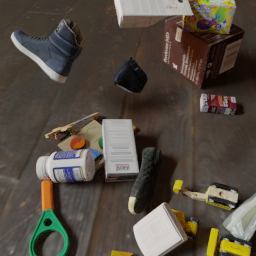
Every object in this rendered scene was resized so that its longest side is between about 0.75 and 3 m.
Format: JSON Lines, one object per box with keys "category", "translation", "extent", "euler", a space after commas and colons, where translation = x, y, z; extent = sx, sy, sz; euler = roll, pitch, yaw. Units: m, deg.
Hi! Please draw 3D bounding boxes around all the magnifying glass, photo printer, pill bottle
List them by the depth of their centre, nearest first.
{"category": "photo printer", "translation": [0.818, 2.923, 7.760], "extent": [0.475, 1.367, 1.137], "euler": [18, 34, -51]}
{"category": "magnifying glass", "translation": [-2.414, 2.793, 8.500], "extent": [1.092, 0.307, 2.745], "euler": [-10, 49, -9]}
{"category": "pill bottle", "translation": [-2.065, 1.283, 9.321], "extent": [1.736, 1.039, 1.039], "euler": [-4, 45, 10]}

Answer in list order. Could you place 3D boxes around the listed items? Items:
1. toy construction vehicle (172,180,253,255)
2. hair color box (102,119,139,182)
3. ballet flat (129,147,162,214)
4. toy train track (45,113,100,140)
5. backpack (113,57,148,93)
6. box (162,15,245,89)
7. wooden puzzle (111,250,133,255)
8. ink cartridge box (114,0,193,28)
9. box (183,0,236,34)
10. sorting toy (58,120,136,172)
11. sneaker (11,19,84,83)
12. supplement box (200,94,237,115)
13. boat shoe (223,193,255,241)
{"category": "toy construction vehicle", "translation": [2.371, 2.711, 8.300], "extent": [2.410, 0.849, 2.098], "euler": [11, 58, 15]}
{"category": "hair color box", "translation": [-0.307, 0.747, 9.875], "extent": [1.093, 0.670, 2.208], "euler": [0, 54, -10]}
{"category": "ballet flat", "translation": [0.515, 1.692, 9.263], "extent": [0.761, 0.891, 2.680], "euler": [-2, 38, 25]}
{"category": "toy train track", "translation": [-2.091, -0.023, 11.027], "extent": [2.372, 0.386, 1.360], "euler": [-28, 14, -34]}
{"category": "backpack", "translation": [0.079, -1.380, 7.812], "extent": [0.885, 0.843, 0.681], "euler": [-54, 20, 2]}
{"category": "box", "translation": [3.452, -3.847, 13.394], "extent": [2.328, 2.352, 2.836], "euler": [-28, 52, -23]}
{"category": "wooden puzzle", "translation": [-0.031, 4.016, 7.383], "extent": [1.024, 0.178, 1.519], "euler": [-3, 46, 3]}
{"category": "ink cartridge box", "translation": [0.853, -4.777, 10.513], "extent": [2.677, 0.670, 2.154], "euler": [-4, 65, -13]}
{"category": "box", "translation": [3.438, -5.136, 12.152], "extent": [1.973, 1.203, 1.900], "euler": [7, 47, 7]}
{"category": "sorting toy", "translation": [-1.059, 0.366, 10.734], "extent": [2.008, 0.361, 2.695], "euler": [33, 55, 28]}
{"category": "sneaker", "translation": [-2.880, -3.292, 10.271], "extent": [2.840, 2.052, 1.080], "euler": [40, 21, 12]}
{"category": "supplement box", "translation": [3.864, -1.015, 12.024], "extent": [1.423, 0.433, 0.774], "euler": [7, 46, 5]}
{"category": "boat shoe", "translation": [4.113, 2.383, 8.421], "extent": [2.751, 1.014, 0.882], "euler": [-28, 58, -20]}
